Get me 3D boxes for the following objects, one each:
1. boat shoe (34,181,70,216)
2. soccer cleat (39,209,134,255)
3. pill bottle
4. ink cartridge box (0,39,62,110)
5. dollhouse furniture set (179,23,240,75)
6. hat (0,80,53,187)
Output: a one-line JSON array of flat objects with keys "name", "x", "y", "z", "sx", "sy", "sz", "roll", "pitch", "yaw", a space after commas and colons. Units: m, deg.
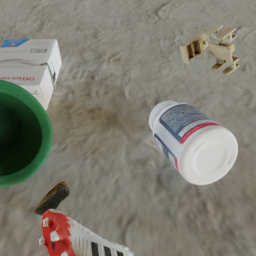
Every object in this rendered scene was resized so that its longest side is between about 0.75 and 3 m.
[{"name": "boat shoe", "x": -1.477, "y": 1.381, "z": 5.520, "sx": 0.843, "sy": 0.319, "sz": 0.311, "roll": -39, "pitch": 30, "yaw": 6}, {"name": "soccer cleat", "x": -0.498, "y": 2.139, "z": 4.511, "sx": 2.516, "sy": 0.863, "sz": 1.072, "roll": 30, "pitch": 26, "yaw": 36}, {"name": "pill bottle", "x": 1.205, "y": 0.150, "z": 5.885, "sx": 1.197, "sy": 1.197, "sz": 2.002, "roll": -13, "pitch": 28, "yaw": -12}, {"name": "ink cartridge box", "x": -2.908, "y": -1.547, "z": 7.889, "sx": 1.582, "sy": 0.921, "sz": 2.188, "roll": 0, "pitch": 47, "yaw": 2}, {"name": "dollhouse furniture set", "x": 2.283, "y": -2.159, "z": 7.900, "sx": 0.913, "sy": 1.205, "sz": 1.375, "roll": -37, "pitch": 42, "yaw": -11}, {"name": "hat", "x": -3.143, "y": -0.010, "z": 6.679, "sx": 2.604, "sy": 2.292, "sz": 2.157, "roll": 46, "pitch": 77, "yaw": -14}]
